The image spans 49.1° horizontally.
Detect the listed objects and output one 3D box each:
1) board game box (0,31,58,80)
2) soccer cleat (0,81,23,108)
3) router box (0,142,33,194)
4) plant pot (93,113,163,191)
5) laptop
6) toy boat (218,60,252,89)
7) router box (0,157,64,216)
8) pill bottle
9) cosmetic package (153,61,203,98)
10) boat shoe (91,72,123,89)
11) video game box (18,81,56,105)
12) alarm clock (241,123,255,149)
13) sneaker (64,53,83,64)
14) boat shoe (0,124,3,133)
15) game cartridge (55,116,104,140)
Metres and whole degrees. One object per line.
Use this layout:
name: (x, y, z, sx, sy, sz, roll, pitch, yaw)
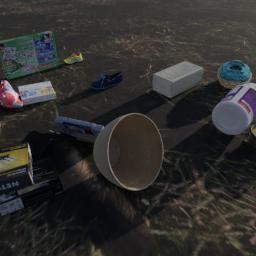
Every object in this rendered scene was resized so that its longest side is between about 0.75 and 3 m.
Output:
board game box: (-4.849, -3.617, 13.836, 2.676, 1.801, 0.390, -24, 43, -31)
soccer cleat: (-4.993, -1.393, 11.832, 0.805, 0.702, 2.106, 16, 18, -34)
router box: (-3.530, 1.158, 7.538, 1.801, 0.470, 1.416, -14, 36, -13)
plant pot: (-0.194, 0.672, 7.958, 1.382, 2.059, 2.059, -6, 22, 47)
laptop: (-2.706, 0.558, 9.233, 1.341, 0.782, 1.514, 17, 12, 41)
toy boat: (5.467, -2.566, 12.889, 2.542, 1.181, 2.137, 9, 36, 13)
router box: (-2.772, 1.550, 7.749, 1.667, 0.426, 1.243, -17, 38, -22)
pill bottle: (4.161, -0.817, 10.350, 1.285, 1.285, 2.306, 24, 43, 30)
cosmetic package: (2.290, -2.253, 12.776, 2.223, 0.812, 1.151, -27, 44, -32)
boat shoe: (-0.988, -2.267, 13.002, 1.635, 0.561, 0.688, -25, 43, -31)
video game box: (-3.965, -1.540, 12.190, 1.416, 0.331, 1.290, -14, 35, -18)
alarm clock: (4.735, 0.417, 9.230, 1.160, 0.572, 1.720, -29, 42, -35)
sneaker: (-3.018, -3.829, 15.262, 1.086, 0.490, 0.424, -24, 44, -28)
boat shoe: (-4.332, 0.058, 9.102, 0.585, 1.571, 0.576, 44, 64, -7)
game cartridge: (-1.508, 0.074, 9.313, 1.669, 1.082, 0.320, 11, 72, 15)
